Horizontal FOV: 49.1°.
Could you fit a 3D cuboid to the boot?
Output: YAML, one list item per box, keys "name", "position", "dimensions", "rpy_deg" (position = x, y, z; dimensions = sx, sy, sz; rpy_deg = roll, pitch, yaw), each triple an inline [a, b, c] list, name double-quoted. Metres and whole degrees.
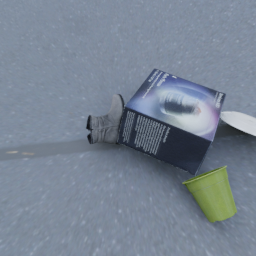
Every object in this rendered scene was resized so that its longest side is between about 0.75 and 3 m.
- name: "boot"
  position: [-0.609, -0.278, 7.500]
  dimensions: [0.967, 0.513, 1.469]
  rpy_deg: [6, 73, -24]

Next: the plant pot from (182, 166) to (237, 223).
- name: "plant pot"
  position: [2.095, 1.653, 6.862]
  dimensions: [1.174, 1.174, 1.115]
  rpy_deg: [-20, 78, -9]

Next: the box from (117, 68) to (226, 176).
- name: "box"
  position: [1.156, -0.269, 7.104]
  dimensions: [2.086, 1.296, 2.103]
  rpy_deg: [23, 43, 10]

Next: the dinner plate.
- name: "dinner plate"
  position: [3.218, -0.130, 7.446]
  dimensions: [1.642, 0.199, 1.642]
  rpy_deg: [15, 22, -6]
